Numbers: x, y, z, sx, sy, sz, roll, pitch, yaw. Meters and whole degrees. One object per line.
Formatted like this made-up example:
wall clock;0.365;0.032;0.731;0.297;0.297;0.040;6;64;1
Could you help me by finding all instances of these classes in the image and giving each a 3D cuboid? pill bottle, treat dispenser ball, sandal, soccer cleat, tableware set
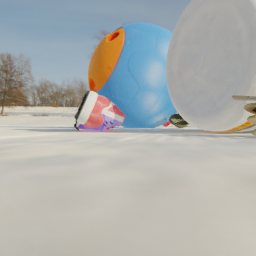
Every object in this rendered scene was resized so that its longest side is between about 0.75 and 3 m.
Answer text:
pill bottle;2.086;-0.763;3.668;2.865;1.667;1.667;1;0;-26
treat dispenser ball;0.335;-1.418;7.936;2.945;2.945;2.945;0;1;0
sandal;1.385;-0.140;7.278;0.417;0.300;1.051;49;28;23
soccer cleat;-0.463;-0.157;4.321;0.609;0.568;1.665;24;-7;-8
tableware set;1.425;-0.023;2.071;0.756;0.229;1.143;15;-4;-43

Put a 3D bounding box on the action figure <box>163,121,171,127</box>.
action figure;2.174;-0.672;11.963;2.248;1.113;0.734;-9;21;-6
